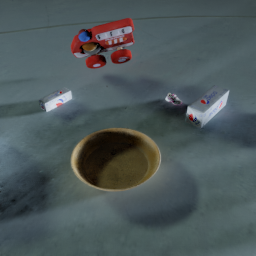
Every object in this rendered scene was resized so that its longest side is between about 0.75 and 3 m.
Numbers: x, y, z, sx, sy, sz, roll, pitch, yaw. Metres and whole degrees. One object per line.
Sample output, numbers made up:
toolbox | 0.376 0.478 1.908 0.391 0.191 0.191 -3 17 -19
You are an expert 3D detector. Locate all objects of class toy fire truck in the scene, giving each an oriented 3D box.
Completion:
toy fire truck | -1.139 -3.883 12.369 2.942 2.470 1.649 -11 83 4

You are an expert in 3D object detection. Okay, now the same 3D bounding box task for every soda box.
soda box | -2.900 -1.153 11.254 0.445 0.413 1.303 28 46 31
soda box | 3.030 -0.850 10.621 0.673 0.725 2.123 28 46 30

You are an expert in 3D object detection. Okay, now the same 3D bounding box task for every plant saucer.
plant saucer | -0.360 0.986 8.505 2.673 0.473 2.673 0 38 0

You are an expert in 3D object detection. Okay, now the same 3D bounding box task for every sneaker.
sneaker | 1.862 -1.186 11.361 0.752 0.332 0.306 25 45 28
